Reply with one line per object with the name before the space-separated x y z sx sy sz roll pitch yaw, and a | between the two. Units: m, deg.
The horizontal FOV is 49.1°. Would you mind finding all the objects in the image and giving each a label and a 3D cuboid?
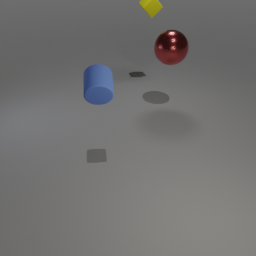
cube | 1.061 -5.746 13.090 0.700 0.700 0.700 -41 42 18
ball | 1.765 -3.278 11.444 1.400 1.400 1.400 0 31 0
cylinder | -0.708 -1.030 6.684 0.700 0.700 0.700 -3 57 -5
